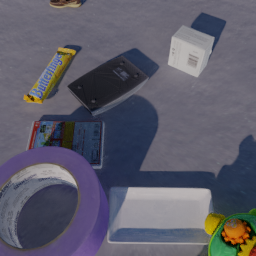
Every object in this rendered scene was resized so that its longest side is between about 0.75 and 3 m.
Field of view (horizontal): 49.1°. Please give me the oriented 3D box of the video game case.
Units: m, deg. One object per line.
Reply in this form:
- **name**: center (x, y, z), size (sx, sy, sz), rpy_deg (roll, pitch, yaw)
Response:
- **video game case**: center (-1.710, 0.432, 7.705), size (2.049, 0.179, 1.465), rpy_deg (0, 55, 0)

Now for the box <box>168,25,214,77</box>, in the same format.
- **box**: center (2.036, -2.507, 9.176), size (1.173, 1.166, 0.766), rpy_deg (29, 60, 19)

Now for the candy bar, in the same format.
- **candy bar**: center (-2.512, -1.745, 9.140), size (0.678, 0.301, 2.719), rpy_deg (13, 53, 9)

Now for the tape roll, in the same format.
- **tape roll**: center (-1.780, 1.790, 6.024), size (2.642, 1.123, 2.642), rpy_deg (-3, 56, 5)

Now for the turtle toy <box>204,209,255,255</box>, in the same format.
- **turtle toy**: center (2.326, 2.769, 5.319), size (1.810, 1.255, 2.483), rpy_deg (13, 70, 7)

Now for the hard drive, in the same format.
- **hard drive**: center (-0.597, -1.329, 8.772), size (2.216, 0.469, 1.495), rpy_deg (-34, 62, -22)

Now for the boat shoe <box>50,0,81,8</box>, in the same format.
- **boat shoe**: center (-2.602, -5.277, 11.564), size (1.310, 0.472, 0.473), rpy_deg (3, 55, 2)

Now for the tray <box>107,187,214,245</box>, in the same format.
- **tray**: center (0.768, 2.039, 6.516), size (2.439, 0.270, 1.309), rpy_deg (1, 54, 1)
